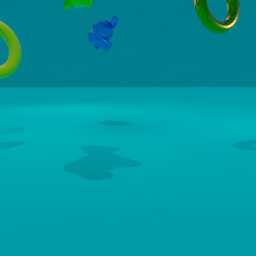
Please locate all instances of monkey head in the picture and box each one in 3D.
[{"bbox_3d":[-0.821,-3.166,9.713,1.463,1.053,0.882,-43,-4,36],"label":"monkey head"}]

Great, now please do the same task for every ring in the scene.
[{"bbox_3d":[2.163,-3.001,6.756,1.453,1.453,0.291,-6,4,-31],"label":"ring"},{"bbox_3d":[-2.961,-1.724,6.077,0.266,1.332,1.332,-1,6,42],"label":"ring"}]

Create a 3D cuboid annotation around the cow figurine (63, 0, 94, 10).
[{"bbox_3d":[-1.182,-3.290,5.830,1.554,0.867,1.579,-11,-33,43],"label":"cow figurine"}]
